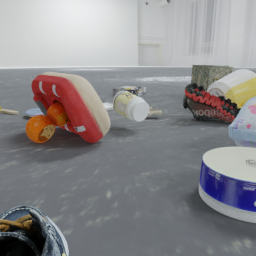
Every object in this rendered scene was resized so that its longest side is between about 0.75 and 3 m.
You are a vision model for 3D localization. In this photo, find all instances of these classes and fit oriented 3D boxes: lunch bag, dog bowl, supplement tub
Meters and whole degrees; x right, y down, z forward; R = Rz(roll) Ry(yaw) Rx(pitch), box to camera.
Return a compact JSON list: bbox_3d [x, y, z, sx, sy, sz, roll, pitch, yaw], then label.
[{"bbox_3d":[3.380,-0.027,5.592,2.143,1.363,1.818,-10,11,-35],"label":"lunch bag"},{"bbox_3d":[3.971,-2.148,13.188,1.138,1.588,1.936,-6,15,-39],"label":"lunch bag"},{"bbox_3d":[1.850,0.783,4.239,1.480,0.583,1.480,0,15,0],"label":"dog bowl"},{"bbox_3d":[0.082,-0.621,8.037,0.691,0.691,0.953,-12,29,-37],"label":"supplement tub"}]

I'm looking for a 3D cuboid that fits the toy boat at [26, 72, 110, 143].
[{"bbox_3d":[-1.756,-0.304,7.026,2.683,1.751,1.754,16,52,46],"label":"toy boat"}]

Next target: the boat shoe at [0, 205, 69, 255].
[{"bbox_3d":[-0.872,1.027,2.273,0.874,1.121,2.469,-6,16,-20],"label":"boat shoe"}]

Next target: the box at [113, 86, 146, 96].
[{"bbox_3d":[0.104,-1.954,14.807,1.246,0.380,1.573,8,16,25],"label":"box"}]

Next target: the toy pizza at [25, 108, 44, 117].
[{"bbox_3d":[-2.942,-0.508,9.791,1.255,0.199,1.255,0,16,0],"label":"toy pizza"}]

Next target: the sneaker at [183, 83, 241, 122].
[{"bbox_3d":[2.675,-0.610,9.062,2.052,1.003,0.725,28,40,13],"label":"sneaker"}]

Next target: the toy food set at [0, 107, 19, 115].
[{"bbox_3d":[-5.374,-0.582,9.275,2.055,0.597,2.976,8,17,28],"label":"toy food set"}]

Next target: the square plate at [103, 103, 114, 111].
[{"bbox_3d":[-0.891,-0.843,11.150,0.983,0.140,0.974,-13,20,-40],"label":"square plate"}]

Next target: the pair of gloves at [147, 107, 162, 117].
[{"bbox_3d":[0.590,-0.542,9.888,1.093,0.225,1.285,-5,13,-4],"label":"pair of gloves"}]

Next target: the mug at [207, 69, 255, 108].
[{"bbox_3d":[3.790,-1.170,9.899,1.610,1.571,1.961,-18,16,-30],"label":"mug"}]
